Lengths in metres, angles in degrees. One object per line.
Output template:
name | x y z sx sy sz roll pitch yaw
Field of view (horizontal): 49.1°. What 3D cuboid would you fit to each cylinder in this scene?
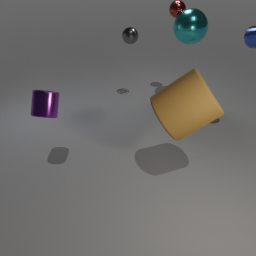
cylinder | -2.229 -0.644 7.538 0.700 0.700 0.700 6 4 0
cylinder | 4.136 -2.856 8.722 0.700 0.700 0.700 -9 15 -15
cylinder | 1.529 -0.599 7.329 1.400 1.400 1.400 -32 26 18

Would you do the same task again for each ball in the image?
ball | 2.087 -5.001 11.781 0.700 0.700 0.700 0 31 0
ball | 2.561 -4.147 11.460 1.400 1.400 1.400 0 31 0
ball | 0.095 -3.928 11.921 0.700 0.700 0.700 0 31 0
